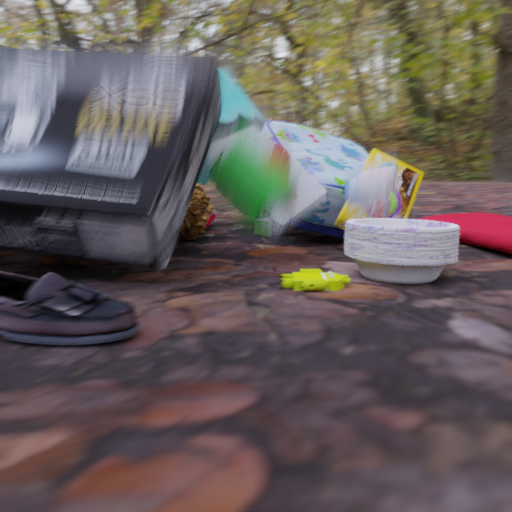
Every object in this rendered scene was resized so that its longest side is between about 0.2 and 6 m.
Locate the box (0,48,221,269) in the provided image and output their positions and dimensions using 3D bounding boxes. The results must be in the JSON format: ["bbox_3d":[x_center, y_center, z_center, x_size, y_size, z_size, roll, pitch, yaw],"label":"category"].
[{"bbox_3d":[-2.610,-1.420,7.103,3.860,0.960,3.044,6,50,9],"label":"box"}]

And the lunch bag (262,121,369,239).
[{"bbox_3d":[1.185,-1.454,10.507,2.309,1.184,2.872,9,31,-23],"label":"lunch bag"}]

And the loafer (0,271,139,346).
[{"bbox_3d":[-1.840,0.366,4.561,1.806,0.569,0.649,2,10,13],"label":"loafer"}]

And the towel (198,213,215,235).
[{"bbox_3d":[-1.724,-1.666,11.753,0.290,2.579,1.865,-33,6,9],"label":"towel"}]

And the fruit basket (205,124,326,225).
[{"bbox_3d":[0.122,-1.227,8.320,1.629,0.824,1.758,43,30,5],"label":"fruit basket"}]

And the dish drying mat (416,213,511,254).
[{"bbox_3d":[4.387,-0.386,9.597,1.793,0.425,4.669,-2,10,-6],"label":"dish drying mat"}]

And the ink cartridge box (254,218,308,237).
[{"bbox_3d":[0.672,-0.882,11.407,1.592,0.827,0.472,-9,13,-44],"label":"ink cartridge box"}]

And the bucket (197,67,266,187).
[{"bbox_3d":[-1.028,-2.691,11.733,2.335,1.519,2.335,-28,-17,-10],"label":"bucket"}]

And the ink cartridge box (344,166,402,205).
[{"bbox_3d":[1.721,-1.057,8.154,0.542,0.317,0.935,-4,20,35],"label":"ink cartridge box"}]

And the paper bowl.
[{"bbox_3d":[1.748,-0.070,6.814,1.349,0.701,1.349,0,9,0],"label":"paper bowl"}]

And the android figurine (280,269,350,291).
[{"bbox_3d":[0.668,0.281,6.388,0.795,0.163,0.723,-1,9,3],"label":"android figurine"}]

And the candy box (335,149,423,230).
[{"bbox_3d":[2.020,-0.933,9.018,0.986,0.255,1.930,26,51,6],"label":"candy box"}]

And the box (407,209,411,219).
[{"bbox_3d":[2.784,-1.062,12.062,0.978,0.970,0.603,6,11,37],"label":"box"}]

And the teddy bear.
[{"bbox_3d":[-2.049,-0.704,9.196,2.660,1.225,3.668,3,9,32],"label":"teddy bear"}]
